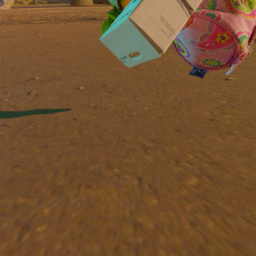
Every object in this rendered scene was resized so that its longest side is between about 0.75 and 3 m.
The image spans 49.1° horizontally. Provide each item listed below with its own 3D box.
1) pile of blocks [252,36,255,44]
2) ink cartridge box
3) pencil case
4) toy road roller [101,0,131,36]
[{"bbox_3d":[3.393,-2.728,8.032,1.667,0.518,0.684,6,2,-10],"label":"pile of blocks"},{"bbox_3d":[0.312,-1.232,2.854,1.124,0.473,0.821,-55,20,-13],"label":"ink cartridge box"},{"bbox_3d":[1.524,-1.844,3.757,1.060,1.060,2.424,22,69,35],"label":"pencil case"},{"bbox_3d":[-0.249,-2.705,7.019,1.019,1.396,0.858,-34,47,-7],"label":"toy road roller"}]
